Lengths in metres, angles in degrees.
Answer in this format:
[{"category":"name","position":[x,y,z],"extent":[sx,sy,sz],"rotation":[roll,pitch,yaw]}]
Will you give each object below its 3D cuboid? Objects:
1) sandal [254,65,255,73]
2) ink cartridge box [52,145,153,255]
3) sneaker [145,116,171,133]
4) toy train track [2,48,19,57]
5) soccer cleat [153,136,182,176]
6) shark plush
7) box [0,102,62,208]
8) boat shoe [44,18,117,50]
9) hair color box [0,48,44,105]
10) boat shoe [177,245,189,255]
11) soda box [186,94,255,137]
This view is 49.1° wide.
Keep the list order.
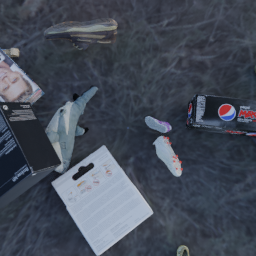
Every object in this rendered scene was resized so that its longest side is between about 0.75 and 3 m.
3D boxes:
[{"category":"sandal","position":[4.677,-1.616,8.779],"extent":[1.499,0.428,0.595],"rotation":[41,81,8]},{"category":"ink cartridge box","position":[-0.733,2.008,8.004],"extent":[1.912,0.595,2.376],"rotation":[-36,76,-7]},{"category":"sneaker","position":[0.939,-0.115,8.558],"extent":[0.832,0.475,0.302],"rotation":[34,120,28]},{"category":"toy train track","position":[-4.568,-2.443,9.009],"extent":[2.015,0.328,1.156],"rotation":[-1,79,-1]},{"category":"soccer cleat","position":[1.123,0.834,7.959],"extent":[0.503,0.449,1.296],"rotation":[-40,56,30]},{"category":"shark plush","position":[-1.741,-0.063,8.471],"extent":[1.135,1.239,2.726],"rotation":[33,63,-18]},{"category":"box","position":[-3.314,0.857,7.320],"extent":[2.731,1.077,1.928],"rotation":[-35,76,26]},{"category":"boat shoe","position":[-1.426,-2.796,8.593],"extent":[2.265,0.844,0.830],"rotation":[-4,123,3]},{"category":"hair color box","position":[-3.772,-1.525,8.604],"extent":[2.194,0.664,1.097],"rotation":[44,84,6]},{"category":"boat shoe","position":[1.542,3.856,7.672],"extent":[0.422,0.364,1.157],"rotation":[4,78,1]},{"category":"soda box","position":[3.229,-0.300,8.204],"extent":[2.853,1.010,0.904],"rotation":[7,81,1]}]
